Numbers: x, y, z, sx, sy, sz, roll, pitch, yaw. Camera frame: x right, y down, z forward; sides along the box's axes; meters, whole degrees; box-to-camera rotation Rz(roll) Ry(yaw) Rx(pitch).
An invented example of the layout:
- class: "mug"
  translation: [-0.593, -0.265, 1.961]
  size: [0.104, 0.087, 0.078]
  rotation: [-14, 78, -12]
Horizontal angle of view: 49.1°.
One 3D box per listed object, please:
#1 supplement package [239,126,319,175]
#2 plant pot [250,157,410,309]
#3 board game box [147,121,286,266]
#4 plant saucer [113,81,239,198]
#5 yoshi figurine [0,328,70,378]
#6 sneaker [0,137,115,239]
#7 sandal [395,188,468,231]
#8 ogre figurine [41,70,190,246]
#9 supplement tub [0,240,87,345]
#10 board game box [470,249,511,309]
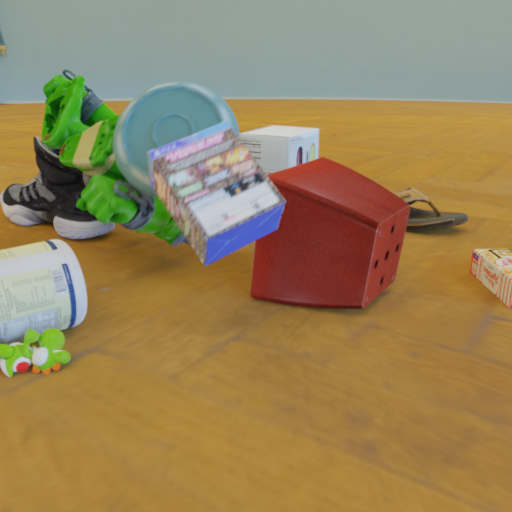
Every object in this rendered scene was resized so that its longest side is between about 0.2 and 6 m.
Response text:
- class: "supplement package"
  translation: [0.584, -2.119, 13.558]
  size: [1.335, 1.815, 1.735]
  rotation: [10, 23, 27]
- class: "plant pot"
  translation: [1.216, -0.246, 8.504]
  size: [1.713, 1.942, 1.944]
  rotation: [20, 27, 28]
- class: "board game box"
  translation: [-0.501, -0.771, 6.779]
  size: [1.096, 0.666, 1.374]
  rotation: [-27, 69, -20]
- class: "plant saucer"
  translation: [-1.189, -1.741, 8.130]
  size: [1.870, 1.870, 0.256]
  rotation: [1, -13, 4]
- class: "yoshi figurine"
  translation: [-2.704, 1.088, 6.679]
  size: [0.973, 0.545, 0.547]
  rotation: [2, 13, -5]
- class: "sneaker"
  translation: [-4.354, -1.652, 11.954]
  size: [3.566, 2.029, 1.346]
  rotation: [16, 25, 37]
- class: "sandal"
  translation: [3.166, -1.146, 12.360]
  size: [1.208, 0.807, 2.956]
  rotation: [-16, 26, -38]
- class: "ogre figurine"
  translation: [-2.452, -1.644, 10.238]
  size: [4.287, 2.103, 2.570]
  rotation: [29, -4, 42]
- class: "supplement tub"
  translation: [-3.182, 0.521, 7.171]
  size: [1.691, 1.226, 1.226]
  rotation: [-15, 25, -34]
- class: "board game box"
  translation: [4.662, 0.305, 8.876]
  size: [1.975, 0.457, 1.496]
  rotation: [-1, 20, -2]
